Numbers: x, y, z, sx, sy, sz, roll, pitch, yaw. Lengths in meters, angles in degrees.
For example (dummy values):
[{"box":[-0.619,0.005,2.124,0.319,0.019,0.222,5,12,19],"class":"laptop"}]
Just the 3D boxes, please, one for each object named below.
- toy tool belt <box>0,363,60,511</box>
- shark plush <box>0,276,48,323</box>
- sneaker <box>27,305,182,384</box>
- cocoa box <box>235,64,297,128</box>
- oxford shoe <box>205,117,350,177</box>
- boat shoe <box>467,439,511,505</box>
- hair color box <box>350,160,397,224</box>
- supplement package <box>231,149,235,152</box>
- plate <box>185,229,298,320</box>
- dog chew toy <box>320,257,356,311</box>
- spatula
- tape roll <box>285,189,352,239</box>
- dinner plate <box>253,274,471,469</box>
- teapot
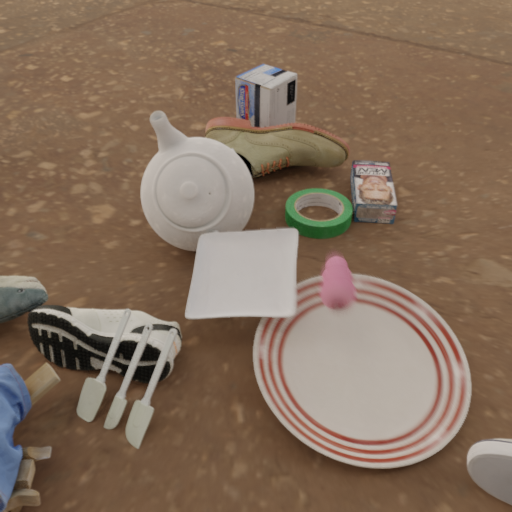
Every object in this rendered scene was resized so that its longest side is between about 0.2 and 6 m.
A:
[{"box":[-3.159,2.289,6.288,1.715,1.743,2.791,-11,32,-9],"class":"toy tool belt"},{"box":[-4.517,0.951,8.395,2.615,1.188,1.089,-25,52,-26],"class":"shark plush"},{"box":[-2.255,1.213,8.434,2.430,0.896,0.972,14,27,10],"class":"sneaker"},{"box":[0.234,-3.526,13.303,1.060,1.615,1.077,28,47,29],"class":"cocoa box"},{"box":[0.385,-2.176,12.345,3.274,1.159,1.209,7,62,11],"class":"oxford shoe"},{"box":[3.803,2.548,6.675,2.551,0.918,0.838,9,36,9],"class":"boat shoe"},{"box":[2.406,-1.348,11.591,0.820,0.496,1.639,3,41,4],"class":"hair color box"},{"box":[-1.009,-1.481,11.490,1.491,0.826,1.161,-12,41,-13],"class":"supplement package"},{"box":[-0.172,0.306,8.591,1.635,0.265,1.638,-3,52,11],"class":"plate"},{"box":[1.104,0.346,7.642,0.485,0.485,0.778,1,54,2],"class":"dog chew toy"},{"box":[-1.748,1.604,7.587,1.138,0.131,1.637,20,88,26],"class":"spatula"},{"box":[1.240,-0.860,11.155,1.326,0.319,1.326,0,41,0],"class":"tape roll"},{"box":[1.483,1.541,8.013,3.080,0.373,3.080,2,49,-3],"class":"dinner plate"},{"box":[-1.043,-1.037,9.787,2.228,2.199,1.627,21,4,-2],"class":"teapot"}]
